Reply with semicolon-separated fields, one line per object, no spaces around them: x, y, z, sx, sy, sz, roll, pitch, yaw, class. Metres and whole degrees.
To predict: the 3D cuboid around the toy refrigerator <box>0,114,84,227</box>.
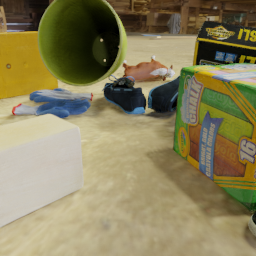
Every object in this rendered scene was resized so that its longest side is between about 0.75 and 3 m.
-2.097;0.724;3.822;2.906;1.103;1.017;-20;29;-40;toy refrigerator

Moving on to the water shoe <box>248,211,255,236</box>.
2.232;1.002;3.759;1.584;0.625;0.566;-12;25;-28;water shoe

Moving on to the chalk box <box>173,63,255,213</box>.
2.025;-0.181;5.191;1.796;1.805;2.902;-8;22;-22;chalk box

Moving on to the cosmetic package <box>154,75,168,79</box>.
1.354;-2.572;13.215;1.009;0.359;0.531;11;24;25;cosmetic package

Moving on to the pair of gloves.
-2.264;-0.893;9.026;2.263;0.321;2.815;0;22;-1;pair of gloves

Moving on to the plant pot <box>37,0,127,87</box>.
-0.991;-2.569;8.755;2.478;2.478;2.648;6;11;15;plant pot

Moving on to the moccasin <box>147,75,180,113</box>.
1.860;-1.043;8.669;2.902;1.167;0.989;-33;42;-31;moccasin

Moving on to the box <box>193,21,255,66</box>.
3.012;-1.166;6.600;2.935;2.344;0.724;16;61;16;box

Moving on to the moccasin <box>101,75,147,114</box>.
-0.050;-1.224;9.033;1.067;0.904;2.652;-11;24;-26;moccasin

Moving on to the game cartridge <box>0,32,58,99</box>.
-3.743;-2.286;10.019;2.469;2.176;0.400;-19;28;-41;game cartridge

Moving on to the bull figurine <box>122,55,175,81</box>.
0.879;-2.639;12.569;2.408;0.784;1.462;-8;36;-12;bull figurine
